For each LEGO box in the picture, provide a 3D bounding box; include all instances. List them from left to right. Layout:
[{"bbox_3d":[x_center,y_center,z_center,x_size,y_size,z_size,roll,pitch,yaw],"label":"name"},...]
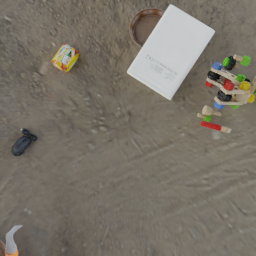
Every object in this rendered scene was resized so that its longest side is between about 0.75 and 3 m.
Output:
[{"bbox_3d":[-2.050,-2.295,9.221,0.578,0.299,0.776,30,79,6],"label":"LEGO box"}]

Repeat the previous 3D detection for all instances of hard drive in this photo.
[{"bbox_3d":[1.344,-2.402,8.937,1.665,0.332,2.525,33,92,5],"label":"hard drive"}]

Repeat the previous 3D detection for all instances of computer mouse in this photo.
[{"bbox_3d":[-3.294,0.468,8.658,0.605,0.230,0.874,34,80,6],"label":"computer mouse"}]

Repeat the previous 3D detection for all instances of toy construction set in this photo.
[{"bbox_3d":[3.233,-0.893,8.428,1.657,1.798,2.156,16,99,-9],"label":"toy construction set"}]

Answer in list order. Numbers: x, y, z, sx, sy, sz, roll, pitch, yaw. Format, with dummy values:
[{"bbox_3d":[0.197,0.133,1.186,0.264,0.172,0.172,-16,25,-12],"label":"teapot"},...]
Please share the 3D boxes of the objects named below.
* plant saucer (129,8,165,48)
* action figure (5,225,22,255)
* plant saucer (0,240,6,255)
[{"bbox_3d":[0.823,-3.291,9.458,1.562,0.269,1.562,0,79,-1],"label":"plant saucer"},{"bbox_3d":[-3.814,4.037,6.897,2.927,1.531,2.831,-8,75,0],"label":"action figure"},{"bbox_3d":[-4.219,3.999,7.819,2.105,0.362,2.105,0,77,0],"label":"plant saucer"}]
